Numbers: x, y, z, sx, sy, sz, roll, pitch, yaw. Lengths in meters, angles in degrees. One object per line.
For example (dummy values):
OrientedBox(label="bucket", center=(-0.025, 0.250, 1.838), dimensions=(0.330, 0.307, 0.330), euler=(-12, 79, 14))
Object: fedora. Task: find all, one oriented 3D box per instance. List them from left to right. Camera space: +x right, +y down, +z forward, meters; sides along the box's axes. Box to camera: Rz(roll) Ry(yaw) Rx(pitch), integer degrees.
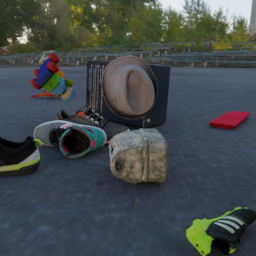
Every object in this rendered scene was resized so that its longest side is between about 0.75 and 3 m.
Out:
OrientedBox(label="fedora", center=(0.158, -1.152, 8.265), dimensions=(1.726, 1.951, 0.881), euler=(-15, 15, -12))

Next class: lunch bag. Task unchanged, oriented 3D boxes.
OrientedBox(label="lunch bag", center=(0.166, 0.560, 5.985), dimensions=(1.142, 0.949, 1.361), euler=(1, 15, -4))

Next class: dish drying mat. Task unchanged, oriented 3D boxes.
OrientedBox(label="dish drying mat", center=(3.911, -0.325, 10.652), dimensions=(0.906, 0.215, 2.360), euler=(10, 19, 34))

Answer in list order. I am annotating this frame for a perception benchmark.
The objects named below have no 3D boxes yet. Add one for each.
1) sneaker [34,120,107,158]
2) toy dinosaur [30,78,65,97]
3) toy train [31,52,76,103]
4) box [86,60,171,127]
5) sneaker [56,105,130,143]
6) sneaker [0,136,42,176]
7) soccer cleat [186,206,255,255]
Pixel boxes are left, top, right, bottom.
OrientedBox(label="sneaker", center=(-1.681, 0.285, 7.337), dimensions=(2.046, 0.856, 1.236), euler=(3, 6, 7))
OrientedBox(label="toy dinosaur", center=(-4.144, -1.899, 16.013), dimensions=(2.083, 1.094, 1.891), euler=(-47, 50, -14))
OrientedBox(label="toy train", center=(-2.625, -1.969, 10.444), dimensions=(1.056, 1.444, 2.495), euler=(-40, 31, 15))
OrientedBox(label="box", center=(-0.065, -1.377, 10.536), dimensions=(2.874, 2.133, 1.538), euler=(14, 16, 37))
OrientedBox(label="sneaker", center=(-1.156, -0.145, 8.440), dimensions=(2.468, 1.011, 0.951), euler=(4, 16, 15))
OrientedBox(label="sneaker", center=(-3.004, 0.543, 6.130), dimensions=(2.191, 0.907, 0.786), euler=(-4, 16, -15))
OrientedBox(label="soccer cleat", center=(1.395, 1.454, 3.914), dimensions=(1.308, 0.442, 0.530), euler=(-3, 41, -30))
